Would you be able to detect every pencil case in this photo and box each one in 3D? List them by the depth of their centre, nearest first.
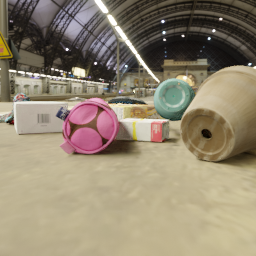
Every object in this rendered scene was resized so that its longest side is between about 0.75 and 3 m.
[{"bbox_3d":[-0.892,-0.116,6.634,1.194,1.232,2.631,40,2,-5],"label":"pencil case"}]

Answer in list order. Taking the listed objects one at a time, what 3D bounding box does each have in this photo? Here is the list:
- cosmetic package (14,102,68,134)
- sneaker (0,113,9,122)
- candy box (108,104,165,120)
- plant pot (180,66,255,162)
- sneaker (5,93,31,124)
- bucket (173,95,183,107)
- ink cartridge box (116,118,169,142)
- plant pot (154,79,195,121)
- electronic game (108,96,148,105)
[{"bbox_3d":[-2.892,-0.388,9.225,1.557,0.960,1.562,-3,6,-24],"label":"cosmetic package"},{"bbox_3d":[-5.690,-0.421,12.098,0.560,0.476,1.266,-9,-8,43],"label":"sneaker"},{"bbox_3d":[-0.279,-0.452,10.204,1.720,0.824,2.980,-5,7,-35],"label":"candy box"},{"bbox_3d":[1.800,-0.149,5.243,1.741,1.741,1.511,6,25,41],"label":"plant pot"},{"bbox_3d":[-4.611,-0.854,11.818,1.032,1.243,2.602,-8,8,-13],"label":"sneaker"},{"bbox_3d":[2.389,-1.026,13.762,1.171,0.762,1.171,21,28,-12],"label":"bucket"},{"bbox_3d":[0.407,0.038,7.445,1.235,0.515,0.896,2,7,20],"label":"ink cartridge box"},{"bbox_3d":[1.317,-0.844,8.050,1.286,1.286,1.209,1,1,11],"label":"plant pot"},{"bbox_3d":[0.068,-1.132,15.113,2.358,0.491,2.358,8,-13,2],"label":"electronic game"}]
